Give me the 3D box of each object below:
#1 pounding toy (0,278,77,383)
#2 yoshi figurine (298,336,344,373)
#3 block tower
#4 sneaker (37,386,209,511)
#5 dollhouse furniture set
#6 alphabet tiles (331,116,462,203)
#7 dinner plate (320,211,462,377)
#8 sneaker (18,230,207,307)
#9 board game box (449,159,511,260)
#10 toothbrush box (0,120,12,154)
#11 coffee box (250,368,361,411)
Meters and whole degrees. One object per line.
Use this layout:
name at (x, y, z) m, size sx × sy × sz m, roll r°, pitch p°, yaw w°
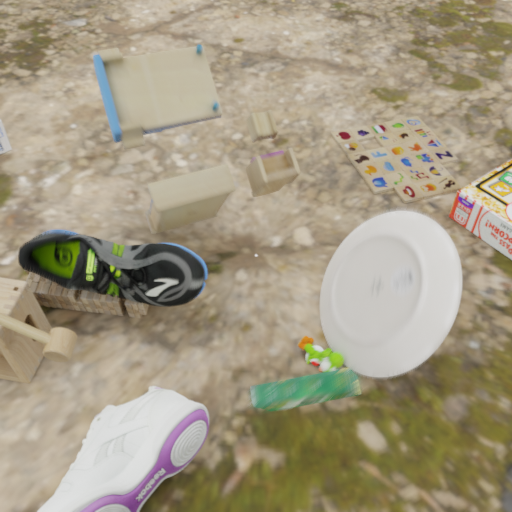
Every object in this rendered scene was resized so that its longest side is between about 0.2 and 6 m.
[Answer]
pounding toy at (-3.600, 0.881, 8.104) m, size 2.327 × 2.045 × 1.065 m, roll 8°, pitch 51°, yaw 7°
yoshi figurine at (1.058, 1.521, 8.675) m, size 0.443 × 0.441 × 0.788 m, roll -31°, pitch 56°, yaw -31°
block tower at (-2.794, 0.578, 9.312) m, size 2.069 × 0.559 × 0.598 m, roll 8°, pitch 60°, yaw 2°
sneaker at (-1.906, 2.780, 7.283) m, size 1.365 × 1.026 × 2.741 m, roll 22°, pitch 45°, yaw 39°
dollhouse furniture set at (-1.149, -2.228, 9.883) m, size 2.766 × 1.912 × 2.930 m, roll -17°, pitch 86°, yaw -15°
alphabet tiles at (3.231, -2.167, 12.383) m, size 2.268 × 0.102 × 2.713 m, roll -13°, pitch 48°, yaw -13°
dinner plate at (1.847, 0.509, 8.417) m, size 0.311 × 2.567 × 2.567 m, roll 20°, pitch 33°, yaw -39°
sneaker at (-2.175, 0.237, 8.395) m, size 2.905 × 1.030 × 1.204 m, roll 10°, pitch 10°, yaw 7°
board game box at (5.755, -1.010, 10.837) m, size 3.154 × 0.730 × 2.389 m, roll -28°, pitch 53°, yaw -24°
toothbrush box at (-6.641, -2.555, 12.242) m, size 1.395 × 0.813 × 1.905 m, roll 35°, pitch 56°, yaw 29°
coffee box at (0.636, 1.667, 6.931) m, size 1.241 × 0.763 × 0.273 m, roll -14°, pitch 67°, yaw 14°
